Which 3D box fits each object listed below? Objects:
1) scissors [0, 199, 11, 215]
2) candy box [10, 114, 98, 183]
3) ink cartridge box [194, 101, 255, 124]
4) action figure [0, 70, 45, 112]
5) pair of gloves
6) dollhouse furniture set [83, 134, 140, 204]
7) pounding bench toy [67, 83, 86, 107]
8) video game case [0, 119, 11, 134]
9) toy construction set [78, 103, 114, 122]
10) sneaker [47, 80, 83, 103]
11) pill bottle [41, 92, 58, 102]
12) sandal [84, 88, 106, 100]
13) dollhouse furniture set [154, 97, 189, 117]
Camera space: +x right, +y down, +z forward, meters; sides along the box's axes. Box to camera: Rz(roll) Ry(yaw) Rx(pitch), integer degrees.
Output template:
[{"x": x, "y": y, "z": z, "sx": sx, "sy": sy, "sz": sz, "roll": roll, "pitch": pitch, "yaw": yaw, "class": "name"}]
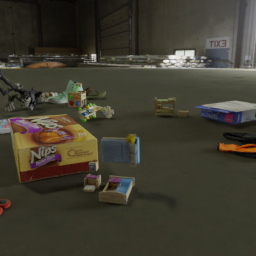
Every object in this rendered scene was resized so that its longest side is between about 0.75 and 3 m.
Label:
[{"x": -2.551, "y": 1.283, "z": 4.385, "sx": 1.308, "sy": 0.091, "sz": 0.479, "roll": -2, "pitch": 18, "yaw": -4, "class": "scissors"}, {"x": -1.873, "y": 0.317, "z": 6.633, "sx": 1.573, "sy": 0.761, "sz": 2.696, "roll": -6, "pitch": 18, "yaw": -24, "class": "candy box"}, {"x": 3.911, "y": -0.611, "z": 10.533, "sx": 2.591, "sy": 0.544, "sz": 1.546, "roll": -7, "pitch": 16, "yaw": -35, "class": "ink cartridge box"}, {"x": -4.636, "y": -1.311, "z": 11.790, "sx": 1.466, "sy": 1.259, "sz": 2.467, "roll": -22, "pitch": -39, "yaw": 29, "class": "action figure"}, {"x": 3.238, "y": 0.400, "z": 7.381, "sx": 1.567, "sy": 0.217, "sz": 1.759, "roll": 7, "pitch": 16, "yaw": 25, "class": "pair of gloves"}, {"x": -0.345, "y": 0.635, "z": 4.867, "sx": 1.002, "sy": 1.062, "sz": 0.693, "roll": 3, "pitch": 15, "yaw": 11, "class": "dollhouse furniture set"}, {"x": -2.383, "y": -1.536, "z": 12.945, "sx": 0.655, "sy": 1.055, "sz": 0.823, "roll": 2, "pitch": 15, "yaw": 7, "class": "pounding bench toy"}, {"x": -4.694, "y": 0.021, "z": 8.875, "sx": 1.878, "sy": 0.164, "sz": 1.343, "roll": -8, "pitch": 17, "yaw": -27, "class": "video game case"}, {"x": -1.244, "y": -0.613, "z": 10.266, "sx": 0.948, "sy": 0.666, "sz": 1.445, "roll": -19, "pitch": -8, "yaw": 39, "class": "toy construction set"}, {"x": -3.141, "y": -1.823, "z": 13.962, "sx": 1.831, "sy": 1.080, "sz": 0.674, "roll": -9, "pitch": 19, "yaw": -26, "class": "sneaker"}, {"x": -3.993, "y": -1.585, "z": 14.276, "sx": 0.793, "sy": 0.453, "sz": 0.453, "roll": -12, "pitch": 19, "yaw": -36, "class": "pill bottle"}, {"x": -2.189, "y": -1.845, "z": 14.949, "sx": 2.130, "sy": 0.608, "sz": 0.846, "roll": -5, "pitch": 16, "yaw": -18, "class": "sandal"}, {"x": 1.736, "y": -0.939, "z": 11.339, "sx": 1.317, "sy": 0.732, "sz": 1.165, "roll": 1, "pitch": 15, "yaw": 5, "class": "dollhouse furniture set"}]
